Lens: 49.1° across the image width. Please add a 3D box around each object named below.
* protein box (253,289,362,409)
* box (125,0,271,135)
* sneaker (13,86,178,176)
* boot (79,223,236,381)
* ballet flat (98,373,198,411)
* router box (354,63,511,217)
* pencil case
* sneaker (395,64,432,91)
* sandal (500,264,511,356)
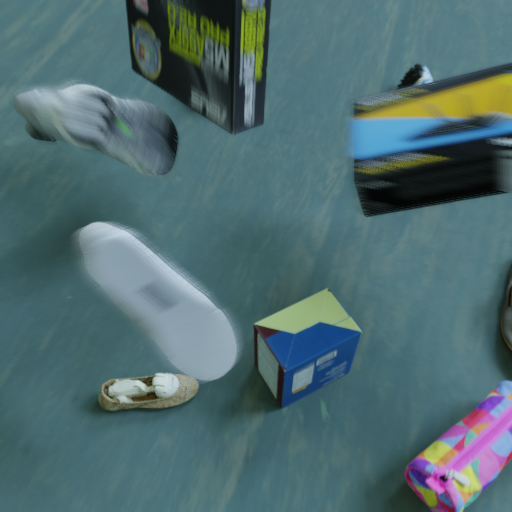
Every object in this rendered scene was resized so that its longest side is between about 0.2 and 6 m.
[{"bbox_3d":[0.747,1.443,8.614,1.329,1.339,0.903,-24,56,-17],"label":"protein box"},{"bbox_3d":[-1.067,-3.840,9.218,0.712,2.575,3.215,-26,49,-31],"label":"box"},{"bbox_3d":[-2.497,-2.029,8.679,1.643,2.846,1.068,13,90,22],"label":"sneaker"},{"bbox_3d":[-1.137,0.466,6.541,0.831,2.258,1.079,-41,27,-9],"label":"boot"},{"bbox_3d":[-1.676,2.078,8.661,1.554,0.507,0.548,-9,54,-7],"label":"ballet flat"},{"bbox_3d":[3.052,-1.829,8.446,3.071,0.784,2.291,-9,43,18],"label":"router box"},{"bbox_3d":[3.127,2.718,7.900,2.240,0.990,0.990,-32,59,-23],"label":"pencil case"},{"bbox_3d":[3.876,-3.324,12.598,1.028,1.020,2.837,23,40,-26],"label":"sneaker"},{"bbox_3d":[4.818,0.813,9.478,1.083,0.724,2.651,16,55,12],"label":"sandal"}]
